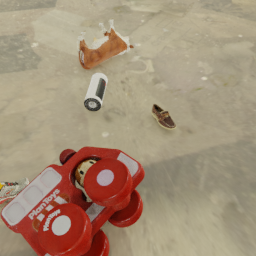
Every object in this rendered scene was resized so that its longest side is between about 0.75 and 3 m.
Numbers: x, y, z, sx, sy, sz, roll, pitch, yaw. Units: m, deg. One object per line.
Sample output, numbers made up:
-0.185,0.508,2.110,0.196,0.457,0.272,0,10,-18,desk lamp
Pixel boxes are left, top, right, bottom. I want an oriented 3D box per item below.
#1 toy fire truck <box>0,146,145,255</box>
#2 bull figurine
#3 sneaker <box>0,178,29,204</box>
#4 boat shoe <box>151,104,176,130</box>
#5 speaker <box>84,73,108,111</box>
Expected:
-1.055,1.374,5.695,2.212,1.477,2.634,30,66,32,toy fire truck
-0.875,-3.205,10.643,2.456,1.491,0.800,-37,31,-24,bull figurine
-2.794,1.424,6.513,0.405,0.427,1.040,15,31,41,sneaker
1.045,-0.350,8.268,0.385,0.384,1.068,-18,45,-21,boat shoe
-1.039,-1.203,9.173,0.569,0.569,1.401,4,45,4,speaker
